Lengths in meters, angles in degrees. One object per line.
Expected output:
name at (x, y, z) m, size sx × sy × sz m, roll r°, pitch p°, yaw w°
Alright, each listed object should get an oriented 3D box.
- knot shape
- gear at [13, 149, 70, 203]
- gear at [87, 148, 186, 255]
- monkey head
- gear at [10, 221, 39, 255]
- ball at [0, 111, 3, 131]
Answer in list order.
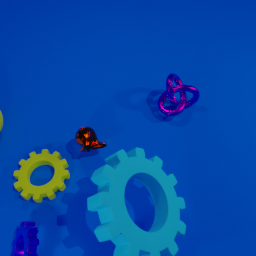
knot shape at (1.401, -0.851, 7.522) m, size 1.074 × 0.530 × 1.148 m, roll 8°, pitch 96°, yaw -17°
gear at (-2.055, 1.122, 6.696) m, size 1.265 × 0.234 × 1.265 m, roll -1°, pitch 56°, yaw 1°
gear at (0.242, 1.422, 5.271) m, size 2.091 × 0.387 × 2.091 m, roll 23°, pitch 52°, yaw -32°
monkey head at (-0.894, 0.249, 6.753) m, size 0.727 × 1.011 × 0.609 m, roll -7°, pitch 81°, yaw -2°
gear at (-2.064, 2.415, 5.564) m, size 0.196 × 1.062 × 1.062 m, roll 17°, pitch 53°, yaw -34°
ball at (-3.718, -0.177, 6.939) m, size 1.140 × 1.140 × 1.140 m, roll 0°, pitch 60°, yaw 0°
